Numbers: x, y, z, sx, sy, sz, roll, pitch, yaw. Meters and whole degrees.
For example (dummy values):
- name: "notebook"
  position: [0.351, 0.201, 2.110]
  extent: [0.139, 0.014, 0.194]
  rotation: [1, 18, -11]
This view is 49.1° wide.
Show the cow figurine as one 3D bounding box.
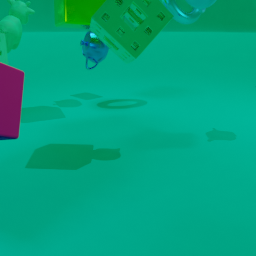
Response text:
- name: "cow figurine"
  position: [-3.634, -3.279, 8.798]
  extent: [0.898, 1.610, 1.636]
  rotation: [23, 19, -18]

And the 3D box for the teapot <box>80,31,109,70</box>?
- name: "teapot"
  position: [-1.202, -2.944, 9.787]
  extent: [0.913, 1.865, 1.159]
  rotation: [7, 2, -26]

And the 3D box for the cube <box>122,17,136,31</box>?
- name: "cube"
  position: [-0.161, -4.000, 10.508]
  extent: [0.811, 0.811, 0.811]
  rotation: [9, 7, 42]

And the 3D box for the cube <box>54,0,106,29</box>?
- name: "cube"
  position: [-1.338, -3.600, 8.050]
  extent: [1.316, 1.316, 1.316]
  rotation: [-5, 16, -25]

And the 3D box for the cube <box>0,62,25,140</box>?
- name: "cube"
  position: [-2.333, -0.404, 4.094]
  extent: [1.073, 1.073, 1.073]
  rotation: [-4, -11, 31]

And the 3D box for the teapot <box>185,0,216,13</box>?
- name: "teapot"
  position: [1.358, -2.624, 5.103]
  extent: [0.706, 1.135, 0.556]
  rotation: [16, 58, 25]

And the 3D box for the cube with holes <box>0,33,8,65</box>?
- name: "cube with holes"
  position: [-3.441, -1.543, 6.534]
  extent: [1.017, 1.017, 1.017]
  rotation: [-4, -13, -32]

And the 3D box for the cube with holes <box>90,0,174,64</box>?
- name: "cube with holes"
  position: [0.013, -1.986, 5.306]
  extent: [1.029, 1.029, 1.029]
  rotation: [41, 0, -13]

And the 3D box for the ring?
- name: "ring"
  position: [1.780, -4.283, 9.100]
  extent: [1.806, 1.806, 0.361]
  rotation: [-16, 6, -35]
